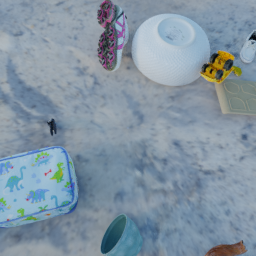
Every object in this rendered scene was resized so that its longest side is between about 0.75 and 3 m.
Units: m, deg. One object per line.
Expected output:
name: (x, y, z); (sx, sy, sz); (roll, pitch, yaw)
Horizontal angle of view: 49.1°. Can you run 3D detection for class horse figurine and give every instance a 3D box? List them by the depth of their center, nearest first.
horse figurine: (2.215, 4.089, 6.753); (1.847, 0.696, 2.787); (4, 70, 20)

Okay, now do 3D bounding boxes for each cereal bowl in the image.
cereal bowl: (1.616, -3.042, 10.086); (2.922, 1.217, 2.922); (3, 64, -5)

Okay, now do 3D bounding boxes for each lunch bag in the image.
lunch bag: (-2.684, 1.614, 7.931); (2.436, 1.004, 1.958); (-14, 65, -7)

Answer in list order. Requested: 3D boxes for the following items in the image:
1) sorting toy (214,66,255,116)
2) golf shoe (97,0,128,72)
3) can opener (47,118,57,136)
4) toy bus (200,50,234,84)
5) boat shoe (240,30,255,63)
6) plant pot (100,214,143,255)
sorting toy: (3.927, -1.330, 9.847); (1.700, 0.305, 2.282); (2, 55, -4)
golf shoe: (-0.399, -3.325, 10.330); (1.296, 1.022, 2.814); (15, 67, -42)
can opener: (-2.394, -0.032, 8.954); (0.278, 0.344, 0.876); (-38, 35, 1)
toy bus: (3.038, -1.876, 9.423); (1.070, 1.027, 0.726); (-48, 55, -5)
boat shoe: (4.688, -3.128, 10.656); (0.525, 0.479, 1.459); (24, 65, 12)
plant pot: (-0.096, 2.938, 7.309); (0.753, 1.124, 1.124); (38, 66, -13)
